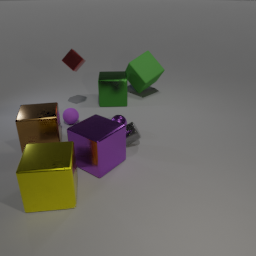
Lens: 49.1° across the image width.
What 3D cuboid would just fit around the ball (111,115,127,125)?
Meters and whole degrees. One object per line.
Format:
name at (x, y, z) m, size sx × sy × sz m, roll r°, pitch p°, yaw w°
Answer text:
ball at (-0.383, -0.200, 11.581) m, size 0.700 × 0.700 × 0.700 m, roll 0°, pitch 28°, yaw 0°

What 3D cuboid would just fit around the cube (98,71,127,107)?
cube at (-0.753, -1.982, 14.144) m, size 1.400 × 1.400 × 1.400 m, roll -1°, pitch 29°, yaw -2°

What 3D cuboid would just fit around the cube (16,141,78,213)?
cube at (-2.206, 1.346, 7.959) m, size 1.400 × 1.400 × 1.400 m, roll -4°, pitch 28°, yaw -7°

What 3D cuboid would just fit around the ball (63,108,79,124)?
ball at (-2.488, -0.529, 12.186) m, size 0.700 × 0.700 × 0.700 m, roll 0°, pitch 28°, yaw 0°

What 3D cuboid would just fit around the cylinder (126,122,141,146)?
cylinder at (0.038, 0.229, 10.518) m, size 0.700 × 0.700 × 0.700 m, roll -29°, pitch 29°, yaw 7°

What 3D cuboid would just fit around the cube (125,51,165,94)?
cube at (0.826, -2.966, 14.977) m, size 1.400 × 1.400 × 1.400 m, roll -38°, pitch 85°, yaw -20°

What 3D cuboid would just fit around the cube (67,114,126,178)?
cube at (-1.020, 0.556, 9.425) m, size 1.400 × 1.400 × 1.400 m, roll 20°, pitch 34°, yaw 32°

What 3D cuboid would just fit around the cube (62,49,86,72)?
cube at (-2.434, -3.039, 12.620) m, size 0.700 × 0.700 × 0.700 m, roll 42°, pitch 7°, yaw -5°

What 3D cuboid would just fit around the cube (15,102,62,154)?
cube at (-3.274, -0.022, 10.494) m, size 1.400 × 1.400 × 1.400 m, roll -5°, pitch 29°, yaw -10°
